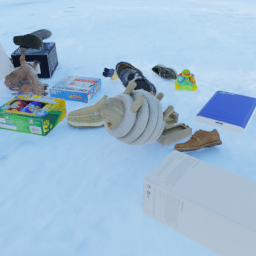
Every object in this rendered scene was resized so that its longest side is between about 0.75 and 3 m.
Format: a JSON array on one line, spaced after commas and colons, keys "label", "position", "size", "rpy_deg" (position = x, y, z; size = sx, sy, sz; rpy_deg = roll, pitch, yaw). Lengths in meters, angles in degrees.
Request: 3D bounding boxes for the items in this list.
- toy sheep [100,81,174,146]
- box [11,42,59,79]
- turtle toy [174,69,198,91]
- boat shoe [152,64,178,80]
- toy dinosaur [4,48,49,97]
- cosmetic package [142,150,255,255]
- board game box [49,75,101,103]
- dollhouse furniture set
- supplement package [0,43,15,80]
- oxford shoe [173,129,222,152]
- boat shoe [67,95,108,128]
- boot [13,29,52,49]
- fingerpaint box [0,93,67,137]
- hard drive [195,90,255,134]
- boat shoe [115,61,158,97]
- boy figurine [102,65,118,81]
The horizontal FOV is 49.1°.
[{"label": "toy sheep", "position": [0.292, -0.301, 7.925], "size": [2.527, 1.742, 1.742], "rpy_deg": [17, 18, -36]}, {"label": "box", "position": [-4.568, -3.422, 14.018], "size": [1.707, 1.232, 2.301], "rpy_deg": [-2, 30, -3]}, {"label": "turtle toy", "position": [2.577, -2.157, 12.440], "size": [0.996, 0.691, 1.367], "rpy_deg": [4, 31, 6]}, {"label": "boat shoe", "position": [1.735, -2.624, 13.387], "size": [0.557, 0.606, 1.695], "rpy_deg": [-24, 37, -18]}, {"label": "toy dinosaur", "position": [-4.668, -2.093, 12.035], "size": [2.937, 1.990, 1.261], "rpy_deg": [-3, -17, 40]}, {"label": "cosmetic package", "position": [1.725, 1.585, 5.817], "size": [2.582, 1.095, 1.389], "rpy_deg": [23, 37, 32]}, {"label": "board game box", "position": [-2.178, -1.688, 11.878], "size": [1.675, 0.468, 1.640], "rpy_deg": [8, 31, 13]}, {"label": "dollhouse furniture set", "position": [1.023, -0.447, 8.937], "size": [1.502, 1.287, 1.580], "rpy_deg": [-17, 33, -31]}, {"label": "supplement package", "position": [-6.558, -2.315, 10.617], "size": [2.835, 2.085, 2.711], "rpy_deg": [-14, 28, 16]}, {"label": "oxford shoe", "position": [1.980, 0.362, 8.159], "size": [1.672, 0.596, 0.596], "rpy_deg": [-11, -4, -28]}, {"label": "boat shoe", "position": [-0.812, -0.686, 9.686], "size": [2.636, 1.004, 0.945], "rpy_deg": [-9, 32, -15]}, {"label": "boot", "position": [-4.510, -4.556, 14.186], "size": [1.844, 0.736, 2.028], "rpy_deg": [15, 26, 20]}, {"label": "fingerpaint box", "position": [-3.341, -0.517, 9.714], "size": [1.894, 0.695, 1.580], "rpy_deg": [9, 32, 14]}, {"label": "hard drive", "position": [3.718, -0.681, 10.343], "size": [1.653, 0.318, 2.505], "rpy_deg": [18, 35, 27]}, {"label": "boat shoe", "position": [0.264, -1.897, 11.249], "size": [1.034, 0.845, 2.799], "rpy_deg": [-37, 40, 5]}, {"label": "boy figurine", "position": [-0.631, -2.592, 13.161], "size": [0.397, 0.766, 1.232], "rpy_deg": [33, 25, 29]}]
